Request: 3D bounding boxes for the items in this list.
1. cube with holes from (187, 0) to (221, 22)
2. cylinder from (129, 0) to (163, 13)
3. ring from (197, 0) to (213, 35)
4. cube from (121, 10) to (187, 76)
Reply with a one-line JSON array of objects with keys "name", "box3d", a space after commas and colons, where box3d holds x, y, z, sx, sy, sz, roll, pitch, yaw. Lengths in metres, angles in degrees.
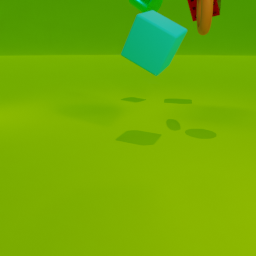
[{"name": "cube with holes", "box3d": [2.630, -4.433, 9.641, 0.928, 0.928, 0.928, -5, 49, 27]}, {"name": "cylinder", "box3d": [0.637, -4.577, 9.949, 0.893, 0.893, 0.893, 43, 32, 15]}, {"name": "ring", "box3d": [1.735, -2.757, 6.366, 0.247, 1.237, 1.237, 0, 16, 8]}, {"name": "cube", "box3d": [0.538, -1.747, 5.716, 0.878, 0.878, 0.878, 32, 35, 7]}]
